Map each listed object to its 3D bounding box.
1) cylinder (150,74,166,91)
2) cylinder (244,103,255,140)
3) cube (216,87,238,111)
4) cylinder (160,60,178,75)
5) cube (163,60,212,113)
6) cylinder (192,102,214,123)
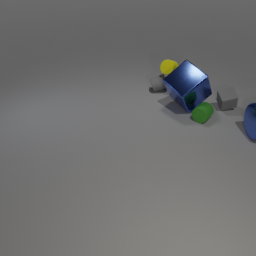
[{"bbox_3d":[1.567,-2.287,14.123,0.700,0.700,0.700,-17,29,16],"label":"cylinder"},{"bbox_3d":[5.339,-0.279,10.565,1.400,1.400,1.400,-2,33,-1],"label":"cylinder"},{"bbox_3d":[4.428,-1.308,12.532,0.700,0.700,0.700,-13,55,5],"label":"cube"},{"bbox_3d":[2.018,-2.929,13.595,0.700,0.700,0.700,20,15,28],"label":"cylinder"},{"bbox_3d":[2.620,-1.808,12.290,1.400,1.400,1.400,-40,55,0],"label":"cube"},{"bbox_3d":[3.164,-0.659,11.839,0.700,0.700,0.700,23,39,31],"label":"cylinder"}]
